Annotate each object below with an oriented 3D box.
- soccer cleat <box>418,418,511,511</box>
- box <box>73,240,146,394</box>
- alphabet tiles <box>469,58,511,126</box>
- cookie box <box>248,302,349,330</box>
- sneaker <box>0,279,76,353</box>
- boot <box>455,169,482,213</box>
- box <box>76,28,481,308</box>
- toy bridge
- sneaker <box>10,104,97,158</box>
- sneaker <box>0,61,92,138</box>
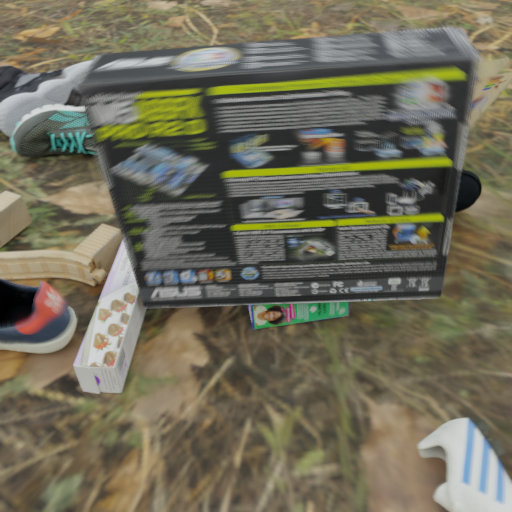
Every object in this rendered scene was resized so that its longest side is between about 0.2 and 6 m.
[{"bbox_3d":[2.250,2.475,5.367,0.833,0.674,1.929,-22,40,-1],"label":"soccer cleat"},{"bbox_3d":[-1.797,0.660,7.595,0.507,0.543,2.622,2,40,2],"label":"box"},{"bbox_3d":[2.771,-2.475,9.575,2.477,0.094,2.976,-45,25,-15],"label":"alphabet tiles"},{"bbox_3d":[0.521,0.386,7.895,1.349,0.507,1.154,-8,40,-4],"label":"cookie box"},{"bbox_3d":[-3.577,0.720,6.991,2.442,1.032,0.915,-8,48,-1],"label":"sneaker"},{"bbox_3d":[2.582,-0.636,8.918,2.152,0.822,1.808,-1,35,10],"label":"boot"},{"bbox_3d":[0.301,-0.821,6.504,3.878,3.106,0.858,-3,38,6],"label":"box"},{"bbox_3d":[-4.219,-0.344,8.758,4.545,0.619,1.528,17,45,20],"label":"toy bridge"},{"bbox_3d":[-3.502,-2.425,11.109,2.538,0.985,1.158,-22,48,-23],"label":"sneaker"},{"bbox_3d":[-4.554,-3.764,12.471,1.829,1.213,3.214,32,51,30],"label":"sneaker"}]
